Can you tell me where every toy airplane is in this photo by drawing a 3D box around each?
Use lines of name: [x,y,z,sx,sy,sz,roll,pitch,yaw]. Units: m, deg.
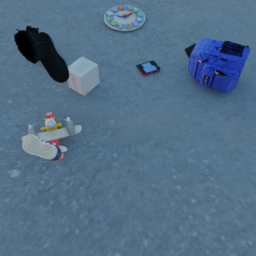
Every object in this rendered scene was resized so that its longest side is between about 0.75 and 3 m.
toy airplane: [-2.761,0.171,10.185,1.636,1.159,1.643,25,54,15]

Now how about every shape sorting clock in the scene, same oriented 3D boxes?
shape sorting clock: [-0.188,-6.161,15.587,2.284,0.448,2.284,0,52,0]

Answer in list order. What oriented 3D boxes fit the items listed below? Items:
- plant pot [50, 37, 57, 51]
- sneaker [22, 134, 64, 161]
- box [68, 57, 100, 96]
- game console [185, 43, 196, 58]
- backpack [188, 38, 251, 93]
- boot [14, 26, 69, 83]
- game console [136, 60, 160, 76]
plant pot: [-3.835,-3.625,13.310,1.046,1.046,0.983,-25,70,-19]
sneaker: [-2.552,0.646,8.448,1.526,0.645,0.572,21,82,34]
box: [-1.937,-2.244,12.113,0.938,1.090,1.096,31,58,22]
game console: [3.384,-3.721,13.912,0.795,0.526,0.904,12,46,-30]
backpack: [3.736,-2.733,12.024,2.286,1.857,1.918,23,58,16]
boot: [-2.577,-2.164,8.507,0.685,1.851,1.516,-22,12,12]
game console: [0.967,-2.841,13.187,0.945,0.147,0.836,-19,55,-15]
